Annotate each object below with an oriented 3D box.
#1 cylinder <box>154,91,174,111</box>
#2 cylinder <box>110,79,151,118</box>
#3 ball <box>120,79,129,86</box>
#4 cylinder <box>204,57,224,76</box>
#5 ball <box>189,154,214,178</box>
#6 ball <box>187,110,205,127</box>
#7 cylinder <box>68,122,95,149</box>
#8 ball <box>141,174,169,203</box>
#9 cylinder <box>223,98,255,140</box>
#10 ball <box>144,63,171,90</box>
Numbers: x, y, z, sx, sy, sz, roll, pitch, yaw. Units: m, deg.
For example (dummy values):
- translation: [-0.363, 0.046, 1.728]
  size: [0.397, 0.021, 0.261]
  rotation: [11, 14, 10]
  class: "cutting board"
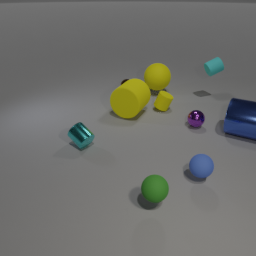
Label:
- translation: [1.633, -1.243, 12.904]
  size: [0.700, 0.700, 0.700]
  rotation: [20, 28, -11]
  class: "cylinder"
- translation: [0.122, -1.318, 12.338]
  size: [1.400, 1.400, 1.400]
  rotation: [11, 29, 21]
  class: "cylinder"
- translation: [-0.062, -2.289, 15.101]
  size: [0.700, 0.700, 0.700]
  rotation: [0, 28, 0]
  class: "ball"
- translation: [4.130, -2.941, 13.462]
  size: [0.700, 0.700, 0.700]
  rotation: [-27, 30, 2]
  class: "cylinder"
- translation: [2.128, 1.097, 8.115]
  size: [0.700, 0.700, 0.700]
  rotation: [0, 28, 0]
  class: "ball"
- translation: [2.763, -0.382, 11.362]
  size: [0.700, 0.700, 0.700]
  rotation: [0, 28, 0]
  class: "ball"
- translation: [-1.670, 0.270, 9.992]
  size: [0.700, 0.700, 0.700]
  rotation: [43, 43, 15]
  class: "cylinder"
- translation: [0.679, 1.527, 7.067]
  size: [0.700, 0.700, 0.700]
  rotation: [0, 28, 0]
  class: "ball"
- translation: [4.510, -0.343, 10.627]
  size: [1.400, 1.400, 1.400]
  rotation: [15, 31, 26]
  class: "cylinder"
- translation: [1.527, -2.657, 14.566]
  size: [1.400, 1.400, 1.400]
  rotation: [0, 28, 0]
  class: "ball"
